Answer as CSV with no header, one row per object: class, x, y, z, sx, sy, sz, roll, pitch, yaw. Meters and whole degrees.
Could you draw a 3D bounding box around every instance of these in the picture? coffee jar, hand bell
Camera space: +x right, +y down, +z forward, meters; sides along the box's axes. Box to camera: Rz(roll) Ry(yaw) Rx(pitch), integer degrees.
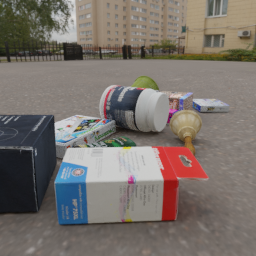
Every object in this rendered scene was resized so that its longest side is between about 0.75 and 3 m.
coffee jar,-0.707,0.778,7.630,1.833,0.782,0.956,-11,21,-30
hand bell,1.954,0.391,9.049,1.136,1.136,2.181,2,30,5

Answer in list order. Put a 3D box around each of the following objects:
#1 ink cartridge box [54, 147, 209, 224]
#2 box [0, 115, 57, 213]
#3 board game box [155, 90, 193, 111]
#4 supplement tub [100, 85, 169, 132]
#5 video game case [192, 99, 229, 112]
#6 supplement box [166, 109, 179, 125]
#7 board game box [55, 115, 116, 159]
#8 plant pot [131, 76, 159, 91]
ink cartridge box,0.051,1.144,6.091,2.920,0.982,1.697,0,19,-3
box,-3.140,0.685,6.612,2.471,1.558,2.513,-1,18,-4
board game box,1.851,-1.111,13.230,2.061,0.998,1.643,7,19,25
supplement tub,0.249,-0.763,11.015,2.383,1.672,1.672,10,20,28
video game case,4.175,-1.170,14.472,1.476,0.370,1.628,-2,18,-5
supplement box,1.565,-0.512,12.058,1.127,0.570,0.582,11,23,34
board game box,-1.974,0.197,9.900,1.875,0.514,2.969,9,20,27
plant pot,0.539,-1.669,14.540,1.661,1.661,1.577,13,34,34
